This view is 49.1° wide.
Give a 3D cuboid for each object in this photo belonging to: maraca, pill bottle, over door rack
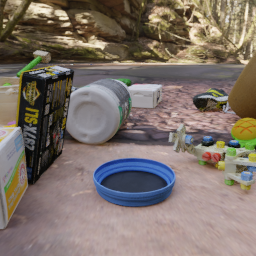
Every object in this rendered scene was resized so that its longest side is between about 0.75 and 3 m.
[{"bbox_3d":[3.270,0.168,7.689,0.852,0.665,1.243,-5,34,29],"label":"maraca"},{"bbox_3d":[-0.763,-0.671,8.708,1.612,1.612,2.851,3,18,10],"label":"pill bottle"},{"bbox_3d":[4.723,-0.901,11.480,1.186,0.535,1.605,13,21,36],"label":"over door rack"}]

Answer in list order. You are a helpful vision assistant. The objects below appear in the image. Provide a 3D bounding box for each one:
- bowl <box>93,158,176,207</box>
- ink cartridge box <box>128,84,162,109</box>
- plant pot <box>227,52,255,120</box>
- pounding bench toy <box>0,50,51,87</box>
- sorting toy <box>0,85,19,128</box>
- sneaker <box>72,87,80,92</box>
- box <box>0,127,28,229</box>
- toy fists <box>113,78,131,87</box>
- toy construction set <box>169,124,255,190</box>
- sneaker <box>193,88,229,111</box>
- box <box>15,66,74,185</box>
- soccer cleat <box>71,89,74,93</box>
[{"bbox_3d":[0.114,0.993,5.339,1.551,0.304,1.551,0,16,0],"label":"bowl"},{"bbox_3d":[0.727,-1.517,13.040,1.411,0.822,1.949,5,17,16],"label":"ink cartridge box"},{"bbox_3d":[4.759,-1.477,9.458,2.444,2.623,2.444,21,44,-22],"label":"plant pot"},{"bbox_3d":[-3.691,-1.632,10.501,1.532,2.466,1.924,6,17,21],"label":"pounding bench toy"},{"bbox_3d":[-3.190,-0.131,7.295,2.940,1.571,2.647,-6,24,-4],"label":"sorting toy"},{"bbox_3d":[-3.161,-2.187,16.257,0.946,0.332,0.513,4,15,3],"label":"sneaker"},{"bbox_3d":[-3.002,0.760,4.466,2.397,1.215,1.348,-1,17,-3],"label":"box"},{"bbox_3d":[-0.837,-2.807,17.806,2.045,0.703,1.043,6,10,24],"label":"toy fists"},{"bbox_3d":[1.828,0.569,5.948,1.973,0.909,1.294,25,28,32],"label":"toy construction set"},{"bbox_3d":[3.462,-1.250,11.853,2.063,0.768,0.873,0,48,-31],"label":"sneaker"},{"bbox_3d":[-1.754,-0.150,5.917,0.530,2.150,1.717,13,18,1],"label":"box"},{"bbox_3d":[-3.392,-2.027,15.890,0.760,0.263,0.295,-21,30,-34],"label":"soccer cleat"}]
